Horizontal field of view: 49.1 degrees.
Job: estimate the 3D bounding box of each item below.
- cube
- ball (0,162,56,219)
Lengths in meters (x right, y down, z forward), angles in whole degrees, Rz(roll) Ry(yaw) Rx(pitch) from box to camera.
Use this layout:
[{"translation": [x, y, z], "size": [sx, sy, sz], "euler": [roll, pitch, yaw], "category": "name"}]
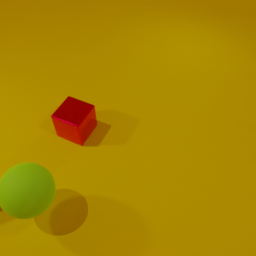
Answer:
[{"translation": [-1.430, -0.196, 7.605], "size": [0.847, 0.847, 0.847], "euler": [21, 54, 16], "category": "cube"}, {"translation": [-2.046, 1.265, 5.694], "size": [1.120, 1.120, 1.120], "euler": [0, 51, 0], "category": "ball"}]
